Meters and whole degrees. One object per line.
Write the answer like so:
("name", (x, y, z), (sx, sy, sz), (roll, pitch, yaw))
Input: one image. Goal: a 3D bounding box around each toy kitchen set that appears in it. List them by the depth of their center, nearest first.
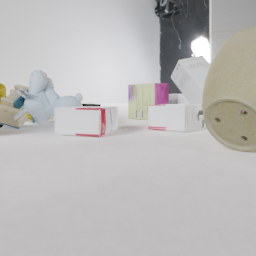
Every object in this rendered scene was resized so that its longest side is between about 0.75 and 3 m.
("toy kitchen set", (-4.197, -0.455, 11.102), (1.292, 1.756, 2.192), (15, 41, 8))

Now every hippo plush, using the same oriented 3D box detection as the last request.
("hippo plush", (-2.760, -1.119, 10.842), (2.108, 2.088, 2.621), (6, -3, 2))

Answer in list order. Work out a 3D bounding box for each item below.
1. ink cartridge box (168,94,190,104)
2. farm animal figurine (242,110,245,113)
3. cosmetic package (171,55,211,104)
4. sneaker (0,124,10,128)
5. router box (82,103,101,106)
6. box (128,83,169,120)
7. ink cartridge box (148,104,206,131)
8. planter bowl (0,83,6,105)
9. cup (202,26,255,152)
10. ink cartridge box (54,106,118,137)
("ink cartridge box", (2.925, -1.296, 16.000), (1.313, 1.307, 1.790), (-2, 7, -21))
("farm animal figurine", (3.801, -0.265, 9.794), (1.302, 0.810, 1.612), (-20, -5, 42))
("cosmetic package", (3.270, -1.777, 12.164), (1.468, 2.728, 1.157), (-16, -29, -25))
("sneaker", (-4.822, -0.194, 10.636), (0.441, 0.363, 0.959), (-3, 4, 15))
("router box", (-2.531, -0.805, 13.909), (1.925, 0.798, 2.569), (-2, 6, -17))
("box", (0.992, -1.317, 14.078), (0.978, 1.780, 2.023), (-6, 8, -39))
("ink cartridge box", (1.940, -0.426, 10.051), (1.554, 0.904, 2.133), (3, 5, 42))
("planter bowl", (-6.477, -1.001, 13.035), (2.274, 2.274, 0.947), (2, -37, 19))
("cup", (2.690, -0.584, 6.057), (2.636, 2.636, 1.885), (6, 41, 45))
("ink cartridge box", (-1.242, -0.269, 8.935), (1.469, 0.852, 1.990), (2, 5, 13))
